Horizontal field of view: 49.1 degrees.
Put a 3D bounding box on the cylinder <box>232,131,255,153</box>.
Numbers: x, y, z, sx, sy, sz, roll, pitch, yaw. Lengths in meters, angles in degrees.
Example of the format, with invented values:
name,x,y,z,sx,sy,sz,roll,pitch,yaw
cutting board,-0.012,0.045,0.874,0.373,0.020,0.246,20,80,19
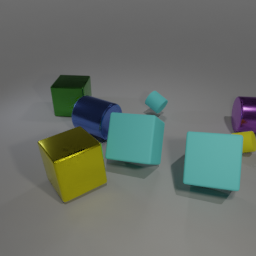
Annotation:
name,x,y,z,sx,sy,sz,roll,pitch,yaw
cylinder,3.971,0.494,9.647,0.700,0.700,0.700,-10,22,35

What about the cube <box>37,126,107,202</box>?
name,x,y,z,sx,sy,sz,roll,pitch,yaw
cube,-1.610,0.997,8.176,1.400,1.400,1.400,-22,32,-26

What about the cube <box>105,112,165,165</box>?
name,x,y,z,sx,sy,sz,roll,pitch,yaw
cube,0.263,0.358,8.720,1.400,1.400,1.400,5,-6,19

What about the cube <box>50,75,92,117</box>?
name,x,y,z,sx,sy,sz,roll,pitch,yaw
cube,-2.429,-1.420,12.299,1.400,1.400,1.400,3,32,5

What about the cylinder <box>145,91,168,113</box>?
name,x,y,z,sx,sy,sz,roll,pitch,yaw
cylinder,1.195,-1.093,11.810,0.700,0.700,0.700,41,46,17

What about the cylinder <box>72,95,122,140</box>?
name,x,y,z,sx,sy,sz,roll,pitch,yaw
cylinder,-1.163,-0.411,10.646,1.400,1.400,1.400,19,36,28

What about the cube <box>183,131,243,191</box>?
name,x,y,z,sx,sy,sz,roll,pitch,yaw
cube,2.390,0.876,7.779,1.400,1.400,1.400,4,-3,22

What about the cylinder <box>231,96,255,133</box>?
name,x,y,z,sx,sy,sz,roll,pitch,yaw
cylinder,4.875,-0.492,10.775,1.400,1.400,1.400,3,32,6
